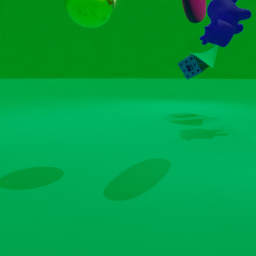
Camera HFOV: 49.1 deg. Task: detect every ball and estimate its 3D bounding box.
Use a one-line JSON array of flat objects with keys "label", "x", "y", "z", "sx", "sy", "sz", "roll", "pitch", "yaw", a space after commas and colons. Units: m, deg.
[{"label": "ball", "x": -0.683, "y": -2.282, "z": 5.035, "sx": 0.914, "sy": 0.914, "sz": 0.914, "roll": 0, "pitch": 11, "yaw": 0}]

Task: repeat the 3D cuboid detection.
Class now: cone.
[{"label": "cone", "x": 2.893, "y": -2.613, "z": 10.079, "sx": 1.197, "sy": 1.202, "sz": 1.197, "roll": -20, "pitch": 43, "yaw": 20}]

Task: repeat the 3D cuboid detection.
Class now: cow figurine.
[{"label": "cow figurine", "x": 2.716, "y": -3.191, "z": 8.277, "sx": 1.717, "sy": 1.745, "sz": 0.958, "roll": -12, "pitch": -30, "yaw": -17}]

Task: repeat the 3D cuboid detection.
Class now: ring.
[{"label": "ring", "x": 1.197, "y": -2.893, "z": 5.234, "sx": 0.356, "sy": 1.781, "sz": 1.781, "roll": -4, "pitch": 9, "yaw": 20}]

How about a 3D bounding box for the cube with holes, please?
[{"label": "cube with holes", "x": 2.677, "y": -2.585, "z": 11.377, "sx": 0.791, "sy": 0.791, "sz": 0.791, "roll": -24, "pitch": 11, "yaw": 48}]
